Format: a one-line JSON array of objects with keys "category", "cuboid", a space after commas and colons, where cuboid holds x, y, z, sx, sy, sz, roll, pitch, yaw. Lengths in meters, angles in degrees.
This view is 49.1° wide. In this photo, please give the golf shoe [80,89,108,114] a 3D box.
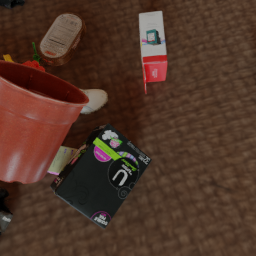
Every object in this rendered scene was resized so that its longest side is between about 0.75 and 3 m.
[{"category": "golf shoe", "cuboid": [-1.582, -0.888, 8.559, 1.955, 0.950, 0.765, -12, 69, -6]}]

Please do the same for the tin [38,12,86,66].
[{"category": "tin", "cuboid": [-2.257, -3.100, 9.630, 1.165, 0.436, 2.081, 22, 72, 12]}]

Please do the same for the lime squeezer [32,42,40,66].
[{"category": "lime squeezer", "cuboid": [-3.056, -2.199, 9.326, 0.227, 0.426, 1.206, 0, 101, -17]}]

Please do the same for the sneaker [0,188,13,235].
[{"category": "sneaker", "cuboid": [-3.593, 2.606, 7.437, 1.006, 0.739, 2.224, -7, 69, 0]}]

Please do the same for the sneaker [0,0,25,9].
[{"category": "sneaker", "cuboid": [-4.462, -4.610, 10.090, 1.445, 0.547, 0.633, -13, 77, -5]}]

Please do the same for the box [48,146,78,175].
[{"category": "box", "cuboid": [-1.792, 0.988, 8.162, 0.894, 0.432, 0.786, 10, 72, 4]}]

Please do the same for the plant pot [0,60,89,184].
[{"category": "plant pot", "cuboid": [-2.541, -0.086, 6.976, 2.438, 2.438, 2.371, 28, 105, 9]}]

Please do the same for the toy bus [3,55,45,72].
[{"category": "toy bus", "cuboid": [-3.754, -1.504, 8.596, 2.216, 1.504, 2.127, 40, 62, 15]}]

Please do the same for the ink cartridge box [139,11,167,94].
[{"category": "ink cartridge box", "cuboid": [0.792, -2.320, 8.808, 0.741, 1.280, 2.203, -4, 74, 4]}]

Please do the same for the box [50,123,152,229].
[{"category": "box", "cuboid": [-0.737, 1.198, 7.372, 1.579, 1.321, 2.126, 41, 74, -13]}]
